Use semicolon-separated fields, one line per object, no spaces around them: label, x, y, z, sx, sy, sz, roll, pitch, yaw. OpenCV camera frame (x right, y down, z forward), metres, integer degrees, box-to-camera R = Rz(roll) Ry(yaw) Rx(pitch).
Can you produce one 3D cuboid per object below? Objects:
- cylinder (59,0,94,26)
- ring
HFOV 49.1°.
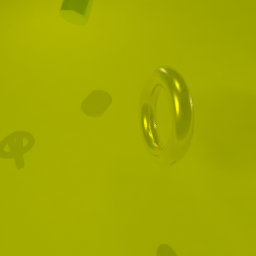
cylinder;-1.439;-3.475;7.929;0.822;0.822;0.822;14;84;10
ring;0.533;-0.175;4.331;0.308;1.538;1.538;-3;52;-18
